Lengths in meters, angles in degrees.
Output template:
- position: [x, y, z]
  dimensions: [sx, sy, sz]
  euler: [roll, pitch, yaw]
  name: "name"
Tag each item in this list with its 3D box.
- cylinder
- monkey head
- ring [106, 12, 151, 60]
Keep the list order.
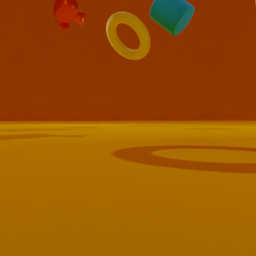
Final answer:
- position: [1.187, -3.135, 7.611]
  dimensions: [0.874, 0.874, 0.874]
  euler: [43, 13, 13]
  name: "cylinder"
- position: [-1.923, -3.969, 9.490]
  dimensions: [1.184, 1.646, 0.992]
  euler: [14, -2, -23]
  name: "monkey head"
- position: [-0.004, -3.637, 11.190]
  dimensions: [2.038, 2.038, 0.408]
  euler: [2, 43, 48]
  name: "ring"
